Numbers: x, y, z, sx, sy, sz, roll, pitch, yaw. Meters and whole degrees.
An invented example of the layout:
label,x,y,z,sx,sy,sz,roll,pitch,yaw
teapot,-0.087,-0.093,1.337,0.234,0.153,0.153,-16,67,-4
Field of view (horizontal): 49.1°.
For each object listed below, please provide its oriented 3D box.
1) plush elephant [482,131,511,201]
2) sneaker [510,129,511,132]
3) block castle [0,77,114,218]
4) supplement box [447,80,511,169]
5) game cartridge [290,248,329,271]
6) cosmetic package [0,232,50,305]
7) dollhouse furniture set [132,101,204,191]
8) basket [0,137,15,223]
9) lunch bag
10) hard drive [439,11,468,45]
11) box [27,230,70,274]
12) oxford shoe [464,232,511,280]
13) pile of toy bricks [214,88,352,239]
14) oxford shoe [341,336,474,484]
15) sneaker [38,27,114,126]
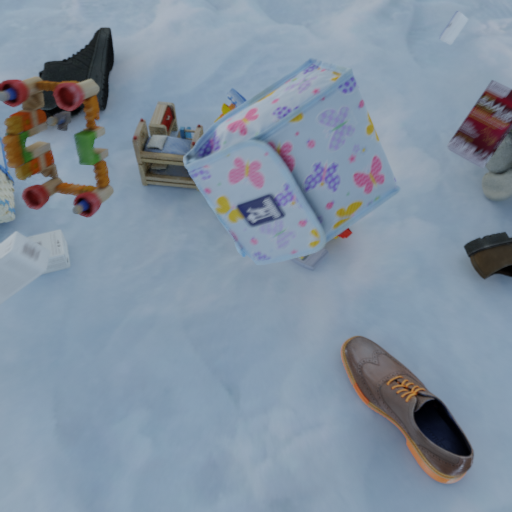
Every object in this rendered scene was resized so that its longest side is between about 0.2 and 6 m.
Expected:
label,x,y,z,sx,sy,sz,roll,pitch,yaw
plush elephant,5.793,-2.253,11.967,2.640,2.174,2.044,-4,6,-42
sneaker,6.343,-3.292,12.927,3.019,1.355,1.012,-10,54,-7
block castle,-3.415,-1.850,9.510,1.521,2.276,1.068,9,31,15
supplement box,4.364,-2.468,10.559,0.775,0.433,1.424,37,102,22
game cartridge,0.930,-0.105,11.335,0.918,0.188,0.611,34,65,23
cosmetic package,-3.599,0.202,8.096,1.169,0.593,0.416,-30,43,24
dollhouse furniture set,-1.746,-2.683,12.468,1.384,1.376,1.964,6,54,5
basket,-5.923,-1.500,11.498,1.723,1.360,1.955,-18,79,-9
lunch bag,0.534,-1.275,8.567,2.665,2.260,1.694,-33,33,-2
hard drive,3.713,-4.271,10.524,0.104,0.543,0.823,39,28,14
box,-4.123,-0.068,11.126,0.690,0.451,0.686,-15,55,-10
oxford shoe,5.319,0.005,10.951,2.371,0.862,1.001,-12,70,-6
pile of toy bricks,0.039,-1.510,11.570,1.924,2.162,3.897,-44,70,14
oxford shoe,2.452,2.247,9.066,0.995,1.018,2.791,-31,59,-20
sneaker,-4.623,-4.611,14.099,1.783,1.027,3.419,0,57,-6
